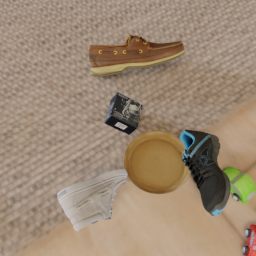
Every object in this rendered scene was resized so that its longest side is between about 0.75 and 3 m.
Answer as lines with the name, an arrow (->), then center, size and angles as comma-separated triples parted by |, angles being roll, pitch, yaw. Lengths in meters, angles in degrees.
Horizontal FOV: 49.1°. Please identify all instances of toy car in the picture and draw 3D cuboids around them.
toy car -> 3.128, 1.811, 6.770 | 2.326, 0.519, 2.189 | -35, 69, -17

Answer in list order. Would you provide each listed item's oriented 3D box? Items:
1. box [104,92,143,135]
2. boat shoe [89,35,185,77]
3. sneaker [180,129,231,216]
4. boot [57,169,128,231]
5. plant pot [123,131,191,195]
box -> -0.123, -0.384, 7.633 | 0.824, 0.511, 0.810 | 25, 54, -18
boat shoe -> 0.252, -2.243, 8.218 | 2.886, 1.039, 0.975 | -12, 107, -2
sneaker -> 1.711, 0.973, 6.626 | 0.957, 0.855, 2.336 | 19, 39, -13
boot -> -0.586, 1.591, 6.261 | 1.997, 0.734, 0.954 | -12, 68, -48
plant pot -> 0.767, 0.899, 7.341 | 1.768, 0.243, 1.768 | -1, 61, 1
